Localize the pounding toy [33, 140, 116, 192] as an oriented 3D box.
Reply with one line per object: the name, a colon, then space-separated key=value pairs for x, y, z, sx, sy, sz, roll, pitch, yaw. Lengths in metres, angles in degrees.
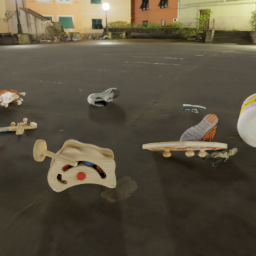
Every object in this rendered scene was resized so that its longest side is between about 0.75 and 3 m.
pounding toy: x=-1.370 y=1.169 z=7.213 sx=2.282 sy=1.305 sz=1.309 roll=15 pitch=19 yaw=-14

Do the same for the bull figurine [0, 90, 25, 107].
bull figurine: x=-6.447 y=-1.493 z=14.318 sx=1.413 sy=0.758 sz=2.327 roll=15 pitch=28 yaw=28

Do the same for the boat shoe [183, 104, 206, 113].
boat shoe: x=3.164 y=-0.917 z=13.383 sx=1.098 sy=0.340 sz=0.411 roll=6 pitch=5 yaw=-6

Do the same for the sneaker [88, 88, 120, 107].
sneaker: x=-1.089 y=-1.493 z=14.575 sx=1.829 sy=0.686 sz=1.056 roll=-20 pitch=32 yaw=-19

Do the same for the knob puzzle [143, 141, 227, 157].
knob puzzle: x=1.642 y=0.657 z=8.238 sx=2.713 sy=0.376 sz=2.713 roll=1 pitch=-7 yaw=0

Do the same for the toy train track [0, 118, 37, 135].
toy train track: x=-4.869 y=-0.087 z=11.330 sx=2.213 sy=0.360 sz=1.269 roll=-7 pitch=23 yaw=-15

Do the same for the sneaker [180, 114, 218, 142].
sneaker: x=2.577 y=0.292 z=9.876 sx=1.621 sy=0.908 sz=0.629 roll=-35 pitch=50 yaw=-8

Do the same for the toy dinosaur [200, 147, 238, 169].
toy dinosaur: x=2.715 y=0.885 z=8.723 sx=0.720 sy=0.388 sz=1.634 roll=-36 pitch=10 yaw=-21

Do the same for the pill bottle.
pill bottle: x=5.038 y=-0.452 z=10.562 sx=1.529 sy=1.529 sz=2.934 roll=9 pitch=22 yaw=22
